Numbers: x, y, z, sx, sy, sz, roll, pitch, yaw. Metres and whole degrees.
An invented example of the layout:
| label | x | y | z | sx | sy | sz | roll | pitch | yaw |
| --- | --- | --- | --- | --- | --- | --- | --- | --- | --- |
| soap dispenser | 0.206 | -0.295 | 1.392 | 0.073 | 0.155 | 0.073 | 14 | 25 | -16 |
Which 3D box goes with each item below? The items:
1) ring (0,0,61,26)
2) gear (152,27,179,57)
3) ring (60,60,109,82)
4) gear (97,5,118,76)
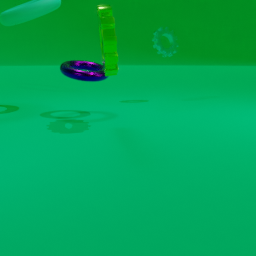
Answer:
| label | x | y | z | sx | sy | sz | roll | pitch | yaw |
| --- | --- | --- | --- | --- | --- | --- | --- | --- | --- |
| ring | -3.178 | -3.851 | 9.137 | 2.073 | 0.415 | 2.073 | -14 | 31 | 9 |
| gear | 1.535 | -3.504 | 11.421 | 1.194 | 1.194 | 0.221 | -8 | -2 | -29 |
| ring | -1.361 | -1.826 | 8.889 | 1.572 | 0.314 | 1.572 | 8 | 25 | -4 |
| gear | -0.513 | -2.151 | 6.976 | 0.305 | 1.650 | 1.650 | -7 | 15 | -6 |
